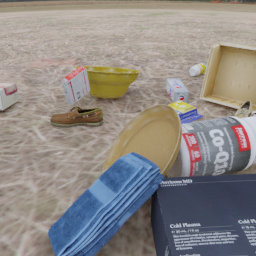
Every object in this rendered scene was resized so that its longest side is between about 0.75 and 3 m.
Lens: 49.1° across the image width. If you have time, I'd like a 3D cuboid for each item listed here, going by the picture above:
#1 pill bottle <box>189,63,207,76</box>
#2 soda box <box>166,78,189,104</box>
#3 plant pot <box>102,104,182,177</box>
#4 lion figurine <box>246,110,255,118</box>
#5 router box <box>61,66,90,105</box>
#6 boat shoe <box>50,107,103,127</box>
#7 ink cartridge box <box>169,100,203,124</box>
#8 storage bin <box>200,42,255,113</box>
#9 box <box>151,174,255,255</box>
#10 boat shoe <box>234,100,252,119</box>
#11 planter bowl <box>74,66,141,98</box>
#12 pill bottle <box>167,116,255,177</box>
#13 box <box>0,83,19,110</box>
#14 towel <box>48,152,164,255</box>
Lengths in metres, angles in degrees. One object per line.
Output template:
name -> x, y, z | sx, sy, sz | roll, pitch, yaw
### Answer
pill bottle -> 3.957, -3.295, 15.921 | 0.595, 0.595, 1.054 | 25, 37, 37
soda box -> 2.280, -1.766, 13.159 | 0.643, 0.598, 1.884 | -3, 29, -5
plant pot -> 0.366, 0.647, 7.390 | 0.390, 2.839, 2.839 | 36, 16, -26
lion figurine -> 5.086, 0.459, 8.996 | 2.844, 1.031, 1.742 | 26, 28, 16
router box -> -2.029, -1.665, 11.047 | 0.294, 1.202, 1.079 | 30, 56, 24
boat shoe -> -1.973, -0.501, 10.772 | 2.049, 0.696, 0.737 | -2, 29, -3
ink cartridge box -> 2.138, -0.640, 11.451 | 1.340, 0.319, 1.356 | -21, 33, -33
storage bin -> 4.727, -2.206, 11.938 | 2.538, 2.519, 1.189 | 22, 23, 34
box -> 1.868, 2.134, 5.329 | 2.596, 1.351, 2.364 | -1, 29, -3
boat shoe -> 4.468, -0.571, 10.944 | 0.516, 0.464, 1.430 | 22, 50, 31
planter bowl -> -0.954, -2.074, 12.805 | 2.993, 1.246, 2.993 | 4, 17, -1
pill bottle -> 2.478, 0.540, 7.936 | 2.844, 1.620, 1.620 | -10, 30, -15
box -> -5.509, -1.378, 11.954 | 1.006, 0.858, 1.574 | 1, 19, 1
towel -> -0.525, 1.561, 5.775 | 2.569, 0.623, 1.434 | -45, 25, -12
